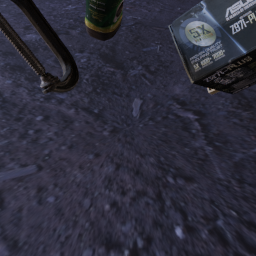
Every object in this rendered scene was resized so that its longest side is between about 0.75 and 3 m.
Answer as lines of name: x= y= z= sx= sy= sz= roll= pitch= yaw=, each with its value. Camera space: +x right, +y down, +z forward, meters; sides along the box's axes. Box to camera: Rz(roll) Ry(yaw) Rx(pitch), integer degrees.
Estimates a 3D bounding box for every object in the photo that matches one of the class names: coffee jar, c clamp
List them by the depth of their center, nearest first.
c clamp: x=-1.870 y=-1.626 z=4.915 sx=0.377 sy=2.786 sz=2.380 roll=-28 pitch=31 yaw=19
coffee jar: x=-0.726 y=-4.175 z=8.936 sx=1.140 sy=2.671 sz=1.393 roll=21 pitch=58 yaw=5

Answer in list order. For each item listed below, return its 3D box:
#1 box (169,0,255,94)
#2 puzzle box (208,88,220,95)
box: x=2.353 y=-1.644 z=4.514 sx=2.571 sy=1.107 sz=2.106 roll=-27 pitch=-15 yaw=35
puzzle box: x=2.510 y=-1.536 z=6.660 sx=0.190 sy=1.493 sz=0.994 roll=16 pitch=58 yaw=-46
